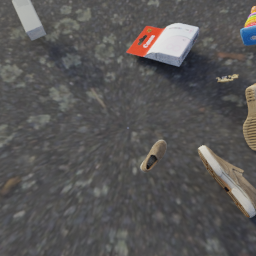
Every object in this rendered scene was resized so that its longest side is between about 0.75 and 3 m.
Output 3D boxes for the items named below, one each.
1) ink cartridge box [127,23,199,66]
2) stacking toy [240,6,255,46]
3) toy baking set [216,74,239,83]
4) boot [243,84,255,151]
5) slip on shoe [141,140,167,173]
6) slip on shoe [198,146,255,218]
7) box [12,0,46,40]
[{"bbox_3d":[1.059,-2.714,8.661,1.825,0.521,1.483,23,62,18],"label":"ink cartridge box"},{"bbox_3d":[4.004,-3.329,8.823,0.726,0.768,1.323,-3,60,33],"label":"stacking toy"},{"bbox_3d":[2.811,-1.398,7.985,0.715,0.083,0.548,-2,21,40],"label":"toy baking set"},{"bbox_3d":[3.718,-0.355,7.425,1.456,0.633,1.751,-9,97,-33],"label":"boot"},{"bbox_3d":[0.628,0.651,6.532,0.341,0.272,0.897,42,74,-1],"label":"slip on shoe"},{"bbox_3d":[2.398,1.126,6.516,0.577,0.724,1.904,-36,71,-2],"label":"slip on shoe"},{"bbox_3d":[-3.168,-3.540,8.980,0.562,0.468,1.368,-25,74,-5],"label":"box"}]
